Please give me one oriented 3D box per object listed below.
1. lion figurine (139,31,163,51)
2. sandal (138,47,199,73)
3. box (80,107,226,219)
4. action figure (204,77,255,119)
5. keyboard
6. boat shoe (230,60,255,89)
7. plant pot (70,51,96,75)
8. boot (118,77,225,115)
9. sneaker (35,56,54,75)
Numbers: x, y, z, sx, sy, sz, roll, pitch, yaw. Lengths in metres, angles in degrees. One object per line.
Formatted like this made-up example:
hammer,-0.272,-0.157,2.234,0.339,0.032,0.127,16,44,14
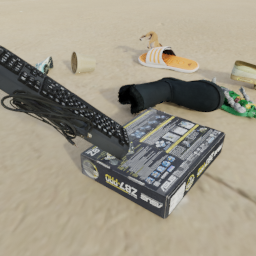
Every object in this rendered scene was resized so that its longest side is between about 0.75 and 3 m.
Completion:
lion figurine,1.281,-4.176,13.924,0.708,1.955,1.197,34,73,26
sandal,1.879,-3.341,13.014,2.961,0.848,1.134,16,51,25
box,0.696,0.594,6.927,2.384,0.726,2.958,23,38,30
action figure,3.597,-1.004,9.646,1.533,0.710,2.595,-13,37,-26
keyboard,-0.954,-0.422,4.624,2.826,0.560,1.471,32,27,-25
boat shoe,5.176,-1.914,10.955,2.392,0.794,0.885,20,33,2
plant pot,-1.972,-2.895,12.523,0.927,1.013,1.013,-5,30,-28
boot,1.280,-0.946,9.054,2.359,1.072,2.808,-20,30,-35
sneaker,-3.868,-2.888,12.788,0.638,0.573,1.477,1,31,7
